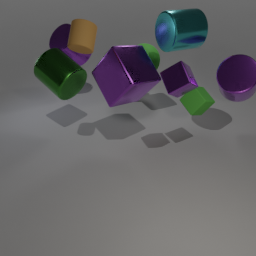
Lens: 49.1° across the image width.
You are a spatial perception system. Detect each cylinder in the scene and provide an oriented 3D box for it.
[{"bbox_3d":[1.915,-3.549,10.176,1.400,1.400,1.400,-14,34,-23],"label":"cylinder"},{"bbox_3d":[-1.217,-2.433,7.492,0.700,0.700,0.700,9,-4,1],"label":"cylinder"},{"bbox_3d":[3.993,-1.769,10.184,1.400,1.400,1.400,15,-1,23],"label":"cylinder"},{"bbox_3d":[-2.480,-1.983,10.353,1.400,1.400,1.400,41,45,14],"label":"cylinder"},{"bbox_3d":[-2.554,-3.702,12.614,1.400,1.400,1.400,25,-2,35],"label":"cylinder"}]

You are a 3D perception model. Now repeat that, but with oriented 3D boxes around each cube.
[{"bbox_3d":[1.439,-1.350,7.869,0.700,0.700,0.700,-26,-16,28],"label":"cube"},{"bbox_3d":[2.301,-0.900,9.300,0.700,0.700,0.700,-3,53,-47],"label":"cube"},{"bbox_3d":[-0.063,-1.706,9.188,1.400,1.400,1.400,-18,75,-43],"label":"cube"}]

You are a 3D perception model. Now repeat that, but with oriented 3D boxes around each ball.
[{"bbox_3d":[0.706,-2.981,12.278,1.400,1.400,1.400,0,32,0],"label":"ball"}]
